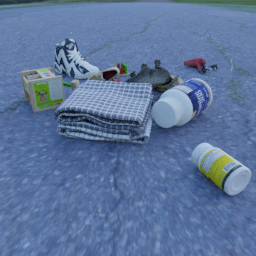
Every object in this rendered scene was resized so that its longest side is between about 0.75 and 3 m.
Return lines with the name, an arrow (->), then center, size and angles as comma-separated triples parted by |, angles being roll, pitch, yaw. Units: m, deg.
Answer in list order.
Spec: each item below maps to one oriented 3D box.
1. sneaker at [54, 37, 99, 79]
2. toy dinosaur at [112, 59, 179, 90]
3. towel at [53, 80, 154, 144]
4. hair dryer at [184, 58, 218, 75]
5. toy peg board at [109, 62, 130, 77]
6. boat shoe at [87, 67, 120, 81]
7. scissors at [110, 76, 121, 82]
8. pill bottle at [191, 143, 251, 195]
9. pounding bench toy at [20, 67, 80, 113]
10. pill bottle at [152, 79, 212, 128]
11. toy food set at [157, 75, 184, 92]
sneaker -> -2.509, -3.332, 13.130 | 2.569, 1.672, 1.025 | 22, 40, 34
toy dinosaur -> 0.852, -1.955, 10.839 | 2.904, 1.118, 1.485 | 4, 29, -12
towel -> -0.589, -0.594, 8.810 | 2.796, 1.196, 2.315 | 6, 31, 10
hair dryer -> 3.598, -3.185, 14.158 | 1.678, 0.456, 1.278 | 21, 37, 34
toy peg board -> -0.489, -2.853, 13.545 | 0.962, 0.472, 0.966 | -8, 30, -14
boat shoe -> -1.077, -2.141, 11.754 | 1.511, 0.559, 0.502 | -27, 14, 5
scissors -> -1.107, -2.410, 13.112 | 0.813, 0.155, 2.223 | -22, 33, -20
pill bottle -> 2.143, 0.916, 6.609 | 0.738, 0.738, 1.292 | -14, 32, -23
pounding bench toy -> -2.882, -1.561, 10.558 | 1.872, 1.163, 1.460 | -16, 33, -26
pill bottle -> 1.763, -0.795, 9.162 | 1.195, 1.195, 2.153 | 23, 36, 34
toy food set -> 1.647, -1.929, 12.033 | 1.441, 0.350, 1.426 | 25, 38, 37
